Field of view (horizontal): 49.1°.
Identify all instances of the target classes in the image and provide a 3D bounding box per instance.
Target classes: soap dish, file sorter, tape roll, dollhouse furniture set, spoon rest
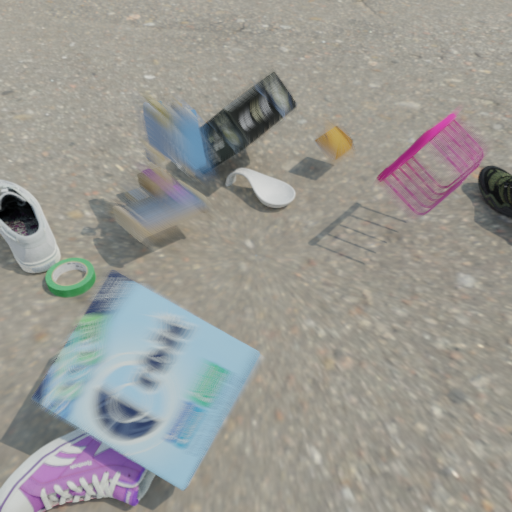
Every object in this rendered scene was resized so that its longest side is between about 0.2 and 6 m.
[{"bbox_3d":[1.739,-2.511,12.374,0.634,0.327,0.806,44,44,6],"label":"soap dish"},{"bbox_3d":[3.182,-1.602,9.952,1.061,1.176,1.692,49,40,5],"label":"file sorter"},{"bbox_3d":[-3.359,0.387,10.155,0.854,0.205,0.854,0,42,0],"label":"tape roll"},{"bbox_3d":[-2.088,-1.794,10.214,1.467,2.248,2.123,-26,38,-27],"label":"dollhouse furniture set"},{"bbox_3d":[0.071,-1.485,11.998,1.640,0.497,0.815,24,47,25],"label":"spoon rest"}]

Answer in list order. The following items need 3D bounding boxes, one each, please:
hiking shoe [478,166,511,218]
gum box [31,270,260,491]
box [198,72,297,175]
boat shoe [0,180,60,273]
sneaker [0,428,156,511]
[{"bbox_3d":[5.483,-1.295,11.207,0.949,1.261,2.505,-15,45,-16],"label":"hiking shoe"},{"bbox_3d":[-1.359,1.525,7.141,2.210,0.492,1.877,28,79,7],"label":"gum box"},{"bbox_3d":[-0.409,-2.854,12.231,1.716,0.903,2.096,-44,14,-32],"label":"box"},{"bbox_3d":[-4.713,-0.838,10.894,1.059,1.008,2.941,-20,46,-21],"label":"boat shoe"},{"bbox_3d":[-2.126,2.846,7.070,2.104,0.763,1.200,-31,54,-29],"label":"sneaker"}]
